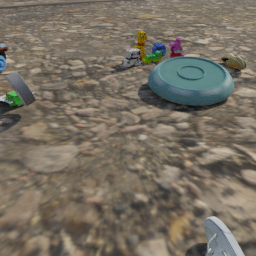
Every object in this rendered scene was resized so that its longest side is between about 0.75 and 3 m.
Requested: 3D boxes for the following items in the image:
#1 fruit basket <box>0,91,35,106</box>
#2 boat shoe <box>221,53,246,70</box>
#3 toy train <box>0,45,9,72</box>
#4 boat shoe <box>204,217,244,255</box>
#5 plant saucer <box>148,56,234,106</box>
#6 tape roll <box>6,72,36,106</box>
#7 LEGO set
[{"bbox_3d":[-3.539,-0.973,8.775,0.978,0.458,0.906,7,29,41],"label":"fruit basket"},{"bbox_3d":[4.247,-2.647,11.391,0.558,0.525,1.466,-16,25,0],"label":"boat shoe"},{"bbox_3d":[-5.681,-2.626,10.135,1.264,1.666,2.916,14,35,22],"label":"toy train"},{"bbox_3d":[1.298,1.936,3.969,0.604,0.523,1.416,-11,43,-11],"label":"boat shoe"},{"bbox_3d":[2.116,-1.738,9.427,2.875,0.394,2.875,0,40,0],"label":"plant saucer"},{"bbox_3d":[-2.980,-1.086,7.828,0.317,0.959,0.959,-36,43,-17],"label":"tape roll"},{"bbox_3d":[0.966,-3.537,12.079,2.865,1.176,1.093,-14,34,-22],"label":"LEGO set"}]
